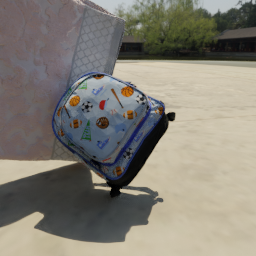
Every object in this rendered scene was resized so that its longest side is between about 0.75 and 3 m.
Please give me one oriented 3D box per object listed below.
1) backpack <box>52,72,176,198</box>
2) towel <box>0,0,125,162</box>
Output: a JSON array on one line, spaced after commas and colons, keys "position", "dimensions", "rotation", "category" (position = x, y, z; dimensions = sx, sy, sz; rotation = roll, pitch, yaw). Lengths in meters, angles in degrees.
[{"position": [-0.356, -0.073, 4.199], "dimensions": [1.539, 1.245, 1.616], "rotation": [29, 74, 27], "category": "backpack"}, {"position": [-1.454, -0.838, 4.418], "dimensions": [2.753, 2.882, 0.465], "rotation": [10, 7, -38], "category": "towel"}]
